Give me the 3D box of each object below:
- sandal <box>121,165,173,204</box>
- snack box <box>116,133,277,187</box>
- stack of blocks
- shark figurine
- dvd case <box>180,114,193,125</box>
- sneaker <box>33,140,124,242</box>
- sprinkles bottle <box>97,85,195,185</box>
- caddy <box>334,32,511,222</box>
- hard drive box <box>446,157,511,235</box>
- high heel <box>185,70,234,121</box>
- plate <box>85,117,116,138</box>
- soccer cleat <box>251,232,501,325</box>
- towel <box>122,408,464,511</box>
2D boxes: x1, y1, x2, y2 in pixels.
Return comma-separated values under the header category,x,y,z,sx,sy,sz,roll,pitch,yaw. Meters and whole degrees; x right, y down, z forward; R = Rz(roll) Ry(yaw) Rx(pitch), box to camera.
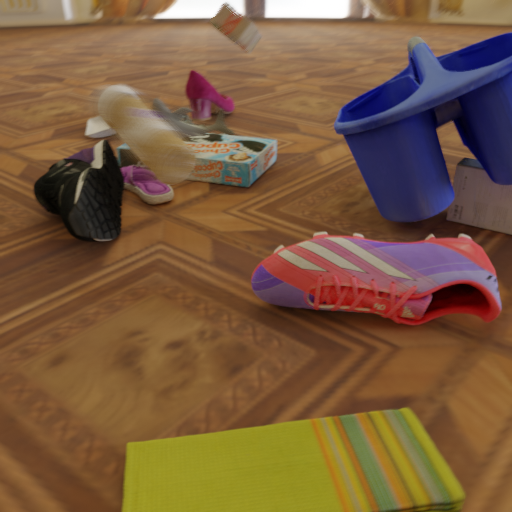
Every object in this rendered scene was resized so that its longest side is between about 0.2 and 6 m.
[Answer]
category,x,y,z,sx,sy,sz,roll,pitch,yaw
sandal,-2.251,-1.590,11.350,0.829,0.501,2.038,-20,34,-32
snack box,-1.284,-2.255,12.502,3.108,0.577,1.806,10,30,17
stack of blocks,-0.415,-4.307,10.510,0.806,0.410,1.400,38,13,-1
shark figurine,-0.958,-1.728,7.779,1.169,0.698,0.488,7,56,-29
dvd case,-2.686,-3.614,15.429,1.802,0.198,1.316,-6,29,-12
sneaker,-3.215,-0.969,9.857,1.437,1.243,3.281,-18,26,0
sprinkles bottle,-1.270,-1.396,6.372,0.511,0.511,1.498,-20,49,-32
caddy,3.172,-2.599,9.807,3.398,2.523,4.807,-20,16,18
hard drive box,4.135,-1.022,9.696,1.384,1.078,0.531,18,32,28
high heel,-1.310,-4.751,16.187,0.939,1.338,2.789,6,23,20
plate,-3.740,-3.566,15.009,1.578,0.256,1.582,-17,31,-4
soccer cleat,1.532,0.383,7.258,3.168,1.057,1.211,-3,44,-2
towel,0.263,1.984,5.062,2.868,0.259,1.234,-5,24,-7
